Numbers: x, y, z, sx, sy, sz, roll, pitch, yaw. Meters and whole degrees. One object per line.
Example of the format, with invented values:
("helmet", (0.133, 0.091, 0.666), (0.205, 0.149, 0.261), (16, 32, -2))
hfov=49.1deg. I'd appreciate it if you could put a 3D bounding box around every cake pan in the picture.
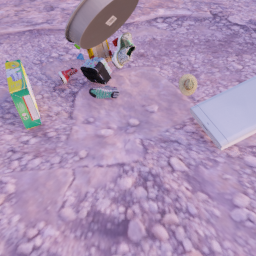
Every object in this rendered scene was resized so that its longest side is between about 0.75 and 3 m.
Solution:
("cake pan", (-0.696, -3.427, 8.548), (0.508, 2.771, 2.771), (50, 50, 0))

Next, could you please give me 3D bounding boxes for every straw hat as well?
("straw hat", (2.176, -1.532, 9.853), (0.778, 0.778, 0.329), (-8, 6, -10))

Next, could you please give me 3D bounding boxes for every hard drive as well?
("hard drive", (3.463, -0.544, 8.586), (2.566, 0.342, 1.692), (-26, 53, -6))

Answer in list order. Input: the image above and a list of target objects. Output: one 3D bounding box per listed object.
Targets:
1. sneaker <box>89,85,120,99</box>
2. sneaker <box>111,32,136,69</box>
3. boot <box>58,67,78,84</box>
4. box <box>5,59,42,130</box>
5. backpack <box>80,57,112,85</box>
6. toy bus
("sneaker", (-0.892, -1.344, 10.194), (1.149, 0.427, 0.503), (4, 39, -23))
("sneaker", (0.021, -3.286, 11.657), (0.881, 0.764, 1.988), (-8, 52, 32))
("boot", (-2.348, -2.143, 11.206), (0.769, 0.386, 1.066), (-21, 31, -9))
("box", (-3.531, -1.244, 9.371), (0.607, 1.474, 2.511), (-21, 42, -15))
("backpack", (-1.266, -2.243, 10.977), (1.135, 1.007, 0.854), (10, 59, 37))
("toy bus", (-1.415, -3.648, 12.157), (1.795, 1.903, 0.983), (24, 6, -33))
